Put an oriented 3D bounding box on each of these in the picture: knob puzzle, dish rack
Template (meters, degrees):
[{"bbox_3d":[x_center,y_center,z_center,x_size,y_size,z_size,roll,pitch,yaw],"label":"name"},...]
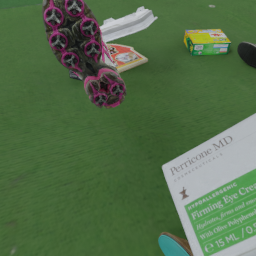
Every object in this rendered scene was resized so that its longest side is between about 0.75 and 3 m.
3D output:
[{"bbox_3d":[-0.766,-2.994,11.335,2.683,0.372,2.683,0,42,0],"label":"knob puzzle"},{"bbox_3d":[-0.234,-3.283,8.931,2.093,0.531,2.439,-10,26,21],"label":"dish rack"}]

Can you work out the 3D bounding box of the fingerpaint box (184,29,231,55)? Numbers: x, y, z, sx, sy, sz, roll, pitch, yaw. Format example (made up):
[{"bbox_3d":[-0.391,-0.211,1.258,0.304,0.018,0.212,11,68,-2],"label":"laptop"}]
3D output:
[{"bbox_3d":[3.322,-3.647,11.900,1.587,0.582,1.324,-3,43,-5],"label":"fingerpaint box"}]

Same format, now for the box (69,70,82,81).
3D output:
[{"bbox_3d":[-1.742,-2.032,10.131,0.769,0.542,0.303,17,45,17],"label":"box"}]

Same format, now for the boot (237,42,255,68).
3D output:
[{"bbox_3d":[5.530,-2.875,10.932,1.602,0.766,2.121,-30,56,-32],"label":"boot"}]

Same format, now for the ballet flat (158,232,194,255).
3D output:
[{"bbox_3d":[1.291,2.500,5.150,0.591,0.554,1.635,-13,40,-44],"label":"ballet flat"}]

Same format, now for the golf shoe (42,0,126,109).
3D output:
[{"bbox_3d":[-0.749,-1.316,4.648,0.803,2.213,1.019,-24,48,2],"label":"golf shoe"}]

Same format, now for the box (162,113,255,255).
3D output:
[{"bbox_3d":[2.145,1.259,4.591,2.157,2.168,1.857,-32,42,15],"label":"box"}]
